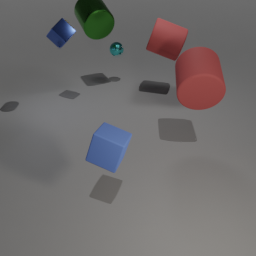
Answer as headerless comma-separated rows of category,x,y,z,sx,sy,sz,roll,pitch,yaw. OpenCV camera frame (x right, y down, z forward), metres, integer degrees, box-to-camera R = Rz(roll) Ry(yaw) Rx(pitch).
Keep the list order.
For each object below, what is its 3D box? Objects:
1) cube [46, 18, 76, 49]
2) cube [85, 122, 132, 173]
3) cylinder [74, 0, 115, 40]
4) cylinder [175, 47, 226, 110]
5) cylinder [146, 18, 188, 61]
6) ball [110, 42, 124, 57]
cube,-2.571,-3.621,10.756,0.700,0.700,0.700,-14,39,56
cube,-0.409,0.410,6.087,0.700,0.700,0.700,23,26,5
cylinder,-1.477,-4.851,12.244,1.400,1.400,1.400,-14,56,-22
cylinder,2.175,-1.516,8.598,1.400,1.400,1.400,2,49,4
cylinder,1.664,-3.800,12.058,1.400,1.400,1.400,21,33,-2
ball,-0.561,-3.881,13.815,0.700,0.700,0.700,0,32,0
